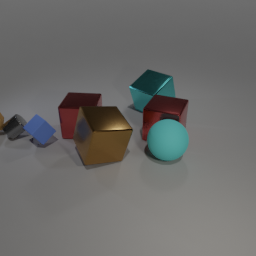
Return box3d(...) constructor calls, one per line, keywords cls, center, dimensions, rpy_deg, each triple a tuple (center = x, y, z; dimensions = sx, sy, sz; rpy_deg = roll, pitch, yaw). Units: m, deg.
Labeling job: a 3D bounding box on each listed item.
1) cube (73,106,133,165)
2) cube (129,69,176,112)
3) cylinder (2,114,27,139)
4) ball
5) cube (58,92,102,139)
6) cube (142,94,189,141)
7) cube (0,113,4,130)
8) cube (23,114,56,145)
box3d(cls="cube", center=(-0.889, 0.215, 9.412), dimensions=(1.400, 1.400, 1.400), rpy_deg=(-3, 39, -30))
box3d(cls="cube", center=(1.124, -1.532, 12.481), dimensions=(1.400, 1.400, 1.400), rpy_deg=(25, 59, 35))
box3d(cls="cylinder", center=(-4.344, -0.058, 10.800), dimensions=(0.700, 0.700, 0.700), rpy_deg=(-38, 35, 3))
box3d(cls="ball", center=(1.345, 0.403, 9.484), dimensions=(1.400, 1.400, 1.400), rpy_deg=(0, 31, 0))
box3d(cls="cube", center=(-1.818, -0.487, 11.093), dimensions=(1.400, 1.400, 1.400), rpy_deg=(3, 31, 5))
box3d(cls="cube", center=(1.442, -0.312, 10.796), dimensions=(1.400, 1.400, 1.400), rpy_deg=(12, 33, 19))
box3d(cls="cube", center=(-5.323, -0.295, 10.858), dimensions=(0.700, 0.700, 0.700), rpy_deg=(-17, 49, -1))
box3d(cls="cube", center=(-3.228, 0.052, 10.244), dimensions=(0.700, 0.700, 0.700), rpy_deg=(29, 72, 40))
